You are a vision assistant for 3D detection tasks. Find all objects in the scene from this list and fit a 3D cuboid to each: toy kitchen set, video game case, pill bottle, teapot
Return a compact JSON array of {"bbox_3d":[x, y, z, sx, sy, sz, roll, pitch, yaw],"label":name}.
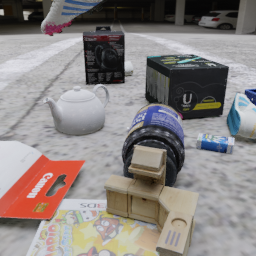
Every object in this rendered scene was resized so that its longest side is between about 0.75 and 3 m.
[{"bbox_3d":[0.190,1.074,3.953,1.450,1.183,1.308,8,23,20],"label":"toy kitchen set"},{"bbox_3d":[-0.362,1.824,4.021,2.127,0.268,2.338,1,23,1],"label":"video game case"},{"bbox_3d":[0.581,0.382,6.110,1.300,1.300,2.324,4,23,9],"label":"pill bottle"},{"bbox_3d":[-1.484,-0.661,8.636,1.730,1.280,1.753,0,22,0],"label":"teapot"}]

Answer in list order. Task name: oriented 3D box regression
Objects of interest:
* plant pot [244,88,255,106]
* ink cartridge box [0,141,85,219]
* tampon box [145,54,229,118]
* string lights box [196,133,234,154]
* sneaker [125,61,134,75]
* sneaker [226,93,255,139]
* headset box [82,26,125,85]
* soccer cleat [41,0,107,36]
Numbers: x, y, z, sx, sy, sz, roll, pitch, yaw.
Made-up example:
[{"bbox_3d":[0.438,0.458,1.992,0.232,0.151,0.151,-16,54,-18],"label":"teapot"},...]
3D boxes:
[{"bbox_3d":[4.612,-0.847,9.626,0.953,0.857,0.953,-7,24,-16],"label":"plant pot"},{"bbox_3d":[-2.381,0.898,5.530,2.539,0.724,2.064,-6,21,12],"label":"ink cartridge box"},{"bbox_3d":[1.975,-1.607,10.267,2.066,1.740,2.757,-5,23,-12],"label":"tampon box"},{"bbox_3d":[2.302,0.405,7.395,0.917,0.270,0.471,8,24,18],"label":"string lights box"},{"bbox_3d":[-0.573,-3.538,16.180,1.357,0.865,2.348,-10,34,-26],"label":"sneaker"},{"bbox_3d":[3.642,-0.353,8.587,0.965,0.914,2.389,13,31,8],"label":"sneaker"},{"bbox_3d":[-1.157,-3.541,13.627,1.979,2.660,1.027,-4,28,-6],"label":"headset box"},{"bbox_3d":[-2.055,-4.164,9.363,2.934,1.267,1.025,-15,42,32],"label":"soccer cleat"}]
